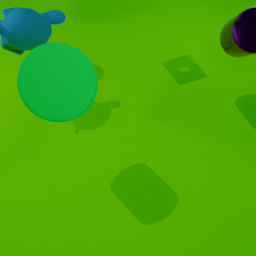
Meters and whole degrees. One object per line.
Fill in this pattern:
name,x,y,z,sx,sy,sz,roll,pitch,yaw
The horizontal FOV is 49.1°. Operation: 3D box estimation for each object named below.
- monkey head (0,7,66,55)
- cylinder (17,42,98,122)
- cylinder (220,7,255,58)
monkey head,-2.319,-2.287,6.132,1.744,1.051,1.254,-23,86,-28
cylinder,-1.120,-0.683,4.341,1.093,1.093,1.093,-3,98,-19
cylinder,2.648,-2.089,6.231,0.938,0.938,0.938,0,99,1
